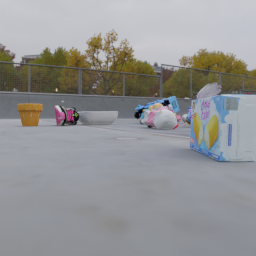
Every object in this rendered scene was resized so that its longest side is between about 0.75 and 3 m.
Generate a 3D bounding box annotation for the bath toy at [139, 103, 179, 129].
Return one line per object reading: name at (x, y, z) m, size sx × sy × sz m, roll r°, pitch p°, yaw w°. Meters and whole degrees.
bath toy at (1.139, -0.376, 9.896) m, size 0.836 × 0.984 × 2.262 m, roll 22°, pitch 2°, yaw -14°

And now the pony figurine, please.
pony figurine at (3.138, -0.641, 11.061) m, size 1.968 × 1.697 × 2.038 m, roll -34°, pitch -8°, yaw 23°

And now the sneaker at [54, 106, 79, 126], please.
sneaker at (-2.807, -0.580, 13.042) m, size 1.089 × 0.919 × 2.490 m, roll -7°, pitch -1°, yaw -12°

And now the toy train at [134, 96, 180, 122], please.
toy train at (1.642, -1.057, 16.592) m, size 2.709 × 1.174 × 1.548 m, roll -12°, pitch 10°, yaw 43°

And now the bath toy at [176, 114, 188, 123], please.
bath toy at (2.882, -0.534, 16.912) m, size 1.629 × 0.602 × 0.709 m, roll -2°, pitch 47°, yaw -4°

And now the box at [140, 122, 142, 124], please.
box at (1.511, -0.354, 15.104) m, size 1.330 × 0.333 × 1.340 m, roll 2°, pitch 3°, yaw 26°

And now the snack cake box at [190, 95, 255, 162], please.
snack cake box at (1.018, -0.025, 3.158) m, size 0.374 × 0.641 × 1.114 m, roll 0°, pitch 2°, yaw -1°

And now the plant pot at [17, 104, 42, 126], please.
plant pot at (-4.270, -0.558, 12.215) m, size 1.044 × 0.955 × 1.044 m, roll 0°, pitch 2°, yaw 0°

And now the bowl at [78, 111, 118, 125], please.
bowl at (-1.607, -0.514, 14.445) m, size 1.853 × 0.693 × 1.856 m, roll -1°, pitch 4°, yaw -29°
